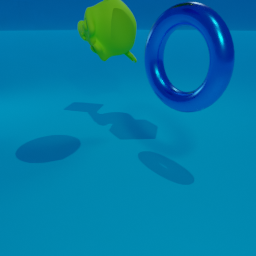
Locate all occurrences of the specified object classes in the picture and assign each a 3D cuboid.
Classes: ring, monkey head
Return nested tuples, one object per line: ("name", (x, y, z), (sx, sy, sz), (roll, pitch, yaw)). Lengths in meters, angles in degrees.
("ring", (0.743, -0.901, 3.713), (0.283, 1.413, 1.413), (-16, 26, -37))
("monkey head", (-0.476, -2.254, 6.314), (1.152, 1.912, 1.375), (-29, 35, -16))
